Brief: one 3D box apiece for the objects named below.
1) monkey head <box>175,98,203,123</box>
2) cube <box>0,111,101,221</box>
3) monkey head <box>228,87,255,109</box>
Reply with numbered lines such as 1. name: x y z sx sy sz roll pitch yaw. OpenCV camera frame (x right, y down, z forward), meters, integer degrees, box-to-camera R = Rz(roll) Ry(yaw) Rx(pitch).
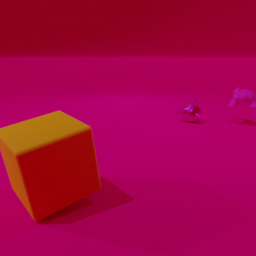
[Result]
1. monkey head: 2.048 -0.553 9.089 1.002 0.721 0.604 23 56 30
2. cube: -1.205 0.494 4.286 1.090 1.090 1.090 -22 28 -32
3. monkey head: 3.555 -0.860 8.759 0.637 0.760 1.057 26 16 -23
